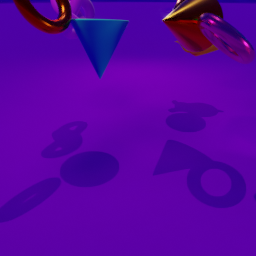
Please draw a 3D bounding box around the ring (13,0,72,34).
[{"bbox_3d":[-1.803,-2.725,5.952,0.299,1.493,1.493,-16,15,35],"label":"ring"}]

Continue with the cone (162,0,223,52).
[{"bbox_3d":[1.365,-2.709,7.160,1.525,1.519,1.519,-16,30,-42],"label":"cone"}]

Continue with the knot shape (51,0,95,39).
[{"bbox_3d":[-1.579,-3.480,8.171,0.960,2.078,1.944,-1,38,3],"label":"knot shape"}]

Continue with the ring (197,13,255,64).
[{"bbox_3d":[2.244,-2.045,6.447,1.596,0.319,1.596,37,15,-11],"label":"ring"}]

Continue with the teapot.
[{"bbox_3d":[2.721,-3.183,10.233,1.977,0.968,1.229,-16,11,8],"label":"teapot"}]

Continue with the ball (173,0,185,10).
[{"bbox_3d":[2.148,-3.763,9.294,1.328,1.328,1.328,0,27,0],"label":"ball"}]

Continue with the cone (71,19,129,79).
[{"bbox_3d":[-0.724,-1.986,7.191,1.466,1.471,1.466,1,20,0],"label":"cone"}]
